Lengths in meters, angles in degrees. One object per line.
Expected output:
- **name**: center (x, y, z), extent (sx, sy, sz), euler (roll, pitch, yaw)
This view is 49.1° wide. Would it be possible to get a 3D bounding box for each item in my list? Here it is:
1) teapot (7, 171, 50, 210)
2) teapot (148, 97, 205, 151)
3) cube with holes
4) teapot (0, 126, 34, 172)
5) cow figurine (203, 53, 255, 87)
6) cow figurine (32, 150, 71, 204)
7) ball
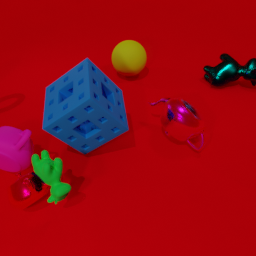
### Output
- **teapot**: center (-2.145, 1.249, 5.918), extent (0.896, 1.441, 0.705), euler (-34, 91, -29)
- **teapot**: center (1.336, -0.210, 7.510), extent (2.010, 0.984, 1.250), euler (51, 26, 22)
- **cube with holes**: center (-1.012, -0.479, 6.744), extent (1.376, 1.376, 1.376), euler (-29, 46, 22)
- **teapot**: center (-2.731, 0.444, 6.479), extent (1.855, 1.153, 0.908), euler (-25, 38, 42)
- **cow figurine**: center (3.594, -1.844, 9.515), extent (1.639, 0.900, 1.613), euler (-34, 53, -5)
- **cow figurine**: center (-1.523, 0.992, 5.553), extent (0.915, 0.900, 0.502), euler (24, 34, 34)
- **ball**: center (0.041, -2.458, 9.891), extent (1.228, 1.228, 1.228), euler (0, 41, 0)
